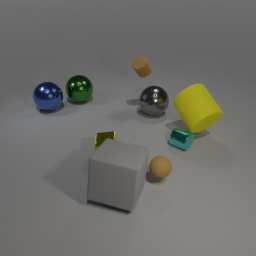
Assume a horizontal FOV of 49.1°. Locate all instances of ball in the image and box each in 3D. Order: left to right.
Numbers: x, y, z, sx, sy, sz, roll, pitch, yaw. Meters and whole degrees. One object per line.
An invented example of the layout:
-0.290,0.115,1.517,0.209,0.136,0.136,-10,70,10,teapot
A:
-3.823,-1.513,13.414,1.400,1.400,1.400,0,30,0,ball
-2.477,-1.999,14.285,1.400,1.400,1.400,0,30,0,ball
1.197,-1.262,12.977,1.400,1.400,1.400,0,30,0,ball
1.012,1.208,8.694,0.700,0.700,0.700,0,30,0,ball

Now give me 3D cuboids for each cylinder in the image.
0.620,-2.722,12.484,0.700,0.700,0.700,-12,62,23,cylinder
2.057,0.418,10.764,0.700,0.700,0.700,22,37,34,cylinder
2.702,-0.753,10.918,1.400,1.400,1.400,-16,64,-25,cylinder

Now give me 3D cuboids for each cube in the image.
-0.762,0.623,10.100,0.700,0.700,0.700,-5,44,7,cube
-0.268,1.314,8.208,1.400,1.400,1.400,12,24,12,cube
